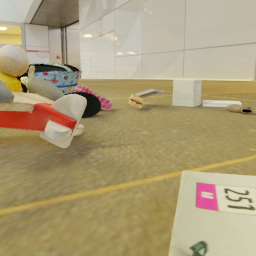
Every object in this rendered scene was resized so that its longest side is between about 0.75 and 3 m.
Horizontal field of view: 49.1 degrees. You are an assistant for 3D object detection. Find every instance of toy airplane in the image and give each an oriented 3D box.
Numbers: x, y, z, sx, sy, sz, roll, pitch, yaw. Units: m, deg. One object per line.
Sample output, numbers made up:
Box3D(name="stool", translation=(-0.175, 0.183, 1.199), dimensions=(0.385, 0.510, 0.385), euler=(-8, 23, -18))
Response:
Box3D(name="toy airplane", translation=(-2.191, -0.652, 5.646), dimensions=(2.845, 2.016, 2.857), euler=(0, 5, -35))

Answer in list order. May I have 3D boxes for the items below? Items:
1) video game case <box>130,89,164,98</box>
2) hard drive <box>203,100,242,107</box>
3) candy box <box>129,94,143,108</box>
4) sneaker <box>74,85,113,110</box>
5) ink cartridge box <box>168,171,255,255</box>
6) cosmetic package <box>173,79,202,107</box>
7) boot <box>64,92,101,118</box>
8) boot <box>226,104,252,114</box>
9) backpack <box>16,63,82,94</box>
Box3D(name="video game case", translation=(0.811, -1.456, 11.897), dimensions=(1.120, 0.124, 1.020), euler=(-13, -2, 33))
Box3D(name="hard drive", translation=(3.966, -1.024, 11.879), dimensions=(1.513, 0.202, 0.998), euler=(4, 12, 15))
Box3D(name="candy box", translation=(0.325, -1.066, 11.012), dimensions=(0.512, 0.245, 0.888), euler=(24, 19, -3))
Box3D(name="sneaker", translation=(-1.315, -1.101, 10.728), dimensions=(1.598, 0.589, 0.699), euler=(25, -3, 3))
Box3D(name="ink cartridge box", translation=(1.357, 0.998, 1.473), dimensions=(2.290, 0.575, 2.639), euler=(2, 12, 14))
Box3D(name="cosmetic package", translation=(2.513, -1.512, 11.920), dimensions=(0.938, 1.128, 0.944), euler=(8, 14, 32))
Box3D(name="boot", translation=(-2.239, -0.799, 9.545), dimensions=(2.261, 0.837, 1.853), euler=(-4, 8, -23))
Box3D(name="boot", translation=(3.980, -0.665, 9.979), dimensions=(0.829, 0.291, 0.606), euler=(1, 12, 3))
Box3D(name="backpack", translation=(-3.329, -1.845, 11.813), dimensions=(2.698, 1.815, 2.463), euler=(2, 12, 15))
